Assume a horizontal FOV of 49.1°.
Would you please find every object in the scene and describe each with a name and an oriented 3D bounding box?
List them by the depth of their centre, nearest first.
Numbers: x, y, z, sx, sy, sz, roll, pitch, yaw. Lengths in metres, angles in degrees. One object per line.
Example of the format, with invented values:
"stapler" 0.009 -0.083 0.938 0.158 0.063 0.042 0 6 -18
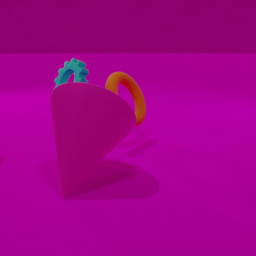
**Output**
"cone" -0.822 0.381 4.731 1.629 1.629 1.635 5 57 17
"ring" -0.028 -0.678 6.613 0.274 1.369 1.369 -21 3 33
"gear" -2.137 -1.716 10.391 1.676 1.676 0.310 16 -2 44
